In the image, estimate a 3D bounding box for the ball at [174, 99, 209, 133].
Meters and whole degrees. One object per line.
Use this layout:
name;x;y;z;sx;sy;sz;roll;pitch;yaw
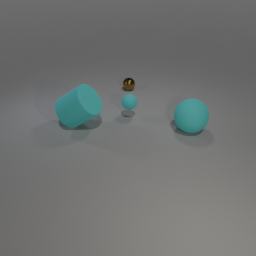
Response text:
ball;2.595;-0.495;11.454;1.400;1.400;1.400;0;31;0

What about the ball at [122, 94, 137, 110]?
ball;0.066;-1.155;12.418;0.700;0.700;0.700;0;31;0

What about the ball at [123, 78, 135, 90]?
ball;0.050;-2.416;15.392;0.700;0.700;0.700;0;31;0

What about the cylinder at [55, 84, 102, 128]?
cylinder;-2.046;-0.901;11.634;1.400;1.400;1.400;-26;18;30
